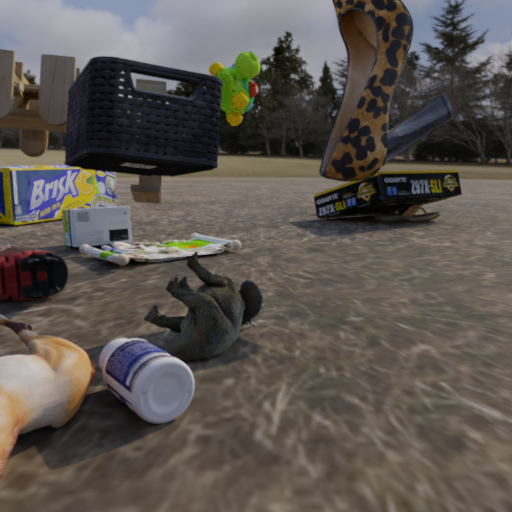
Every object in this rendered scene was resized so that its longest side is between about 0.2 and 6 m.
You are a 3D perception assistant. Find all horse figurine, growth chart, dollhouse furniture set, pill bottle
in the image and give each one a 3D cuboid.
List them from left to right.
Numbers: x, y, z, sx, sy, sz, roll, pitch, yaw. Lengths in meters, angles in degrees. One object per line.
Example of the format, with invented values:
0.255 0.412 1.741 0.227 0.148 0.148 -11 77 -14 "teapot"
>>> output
-1.702 0.846 3.526 1.470 0.553 2.217 15 8 16 "horse figurine"
-2.304 -1.527 7.317 2.178 1.447 1.909 3 -3 -9 "dollhouse furniture set"
-0.824 0.848 4.013 0.448 0.448 0.807 -7 12 -36 "pill bottle"
-1.748 -0.145 10.310 2.844 0.252 2.058 -8 12 -42 "growth chart"

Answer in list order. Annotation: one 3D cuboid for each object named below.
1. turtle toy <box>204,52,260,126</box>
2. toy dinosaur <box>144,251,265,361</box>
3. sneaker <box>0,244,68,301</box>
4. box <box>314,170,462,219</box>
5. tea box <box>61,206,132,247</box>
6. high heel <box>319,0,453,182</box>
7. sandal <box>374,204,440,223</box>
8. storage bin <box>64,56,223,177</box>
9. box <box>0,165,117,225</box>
-0.380 -3.412 11.175 0.769 1.108 1.521 -32 -10 -25 "turtle toy"
-0.441 0.531 5.127 0.875 0.659 1.712 34 29 3 "toy dinosaur"
-3.354 0.233 6.874 1.891 0.668 0.924 -4 11 -33 "sneaker"
3.712 -1.726 15.834 3.270 0.807 2.611 -7 -3 -33 "box"
-3.164 -0.585 11.086 1.114 0.744 1.096 -6 5 -30 "tea box"
1.122 -2.437 7.314 1.988 2.788 0.996 -33 2 -10 "high heel"
4.190 -1.196 15.497 1.816 0.490 0.729 0 10 3 "sandal"
-1.198 -1.303 5.682 1.221 0.847 1.807 3 4 -26 "storage bin"
-5.906 -1.854 16.213 1.397 1.523 4.346 4 11 23 "box"
